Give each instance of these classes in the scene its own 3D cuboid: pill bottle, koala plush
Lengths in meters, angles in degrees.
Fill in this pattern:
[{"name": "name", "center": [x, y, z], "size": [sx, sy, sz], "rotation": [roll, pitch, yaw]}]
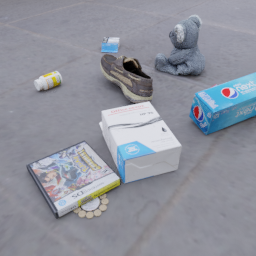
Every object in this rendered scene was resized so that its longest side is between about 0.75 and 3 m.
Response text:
[{"name": "pill bottle", "center": [-2.818, -1.644, 9.883], "size": [0.883, 0.498, 0.498], "rotation": [-30, 47, -32]}, {"name": "koala plush", "center": [2.168, -3.157, 10.609], "size": [1.820, 1.980, 1.756], "rotation": [27, 45, 30]}]

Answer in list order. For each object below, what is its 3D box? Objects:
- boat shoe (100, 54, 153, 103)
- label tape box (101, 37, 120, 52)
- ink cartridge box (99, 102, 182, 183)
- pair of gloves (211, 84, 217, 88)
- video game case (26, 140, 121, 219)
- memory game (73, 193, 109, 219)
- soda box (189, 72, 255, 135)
[{"name": "boat shoe", "center": [0.019, -1.918, 9.502], "size": [1.052, 1.035, 2.825], "rotation": [-8, 41, -38]}, {"name": "label tape box", "center": [-0.798, -3.801, 12.782], "size": [0.744, 0.343, 1.039], "rotation": [3, 36, 4]}, {"name": "ink cartridge box", "center": [0.166, 0.128, 7.326], "size": [1.435, 0.839, 2.473], "rotation": [-12, 39, -15]}, {"name": "pair of gloves", "center": [3.162, -1.039, 9.387], "size": [1.173, 0.166, 1.458], "rotation": [31, 48, 31]}, {"name": "video game case", "center": [-1.301, 1.079, 6.554], "size": [1.600, 0.226, 1.770], "rotation": [-24, 41, -27]}, {"name": "memory game", "center": [-0.813, 1.620, 6.053], "size": [0.793, 0.050, 0.793], "rotation": [0, 38, 0]}, {"name": "soda box", "center": [3.215, -0.805, 8.188], "size": [2.757, 0.935, 0.885], "rotation": [-19, 51, -18]}]
